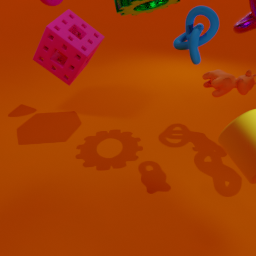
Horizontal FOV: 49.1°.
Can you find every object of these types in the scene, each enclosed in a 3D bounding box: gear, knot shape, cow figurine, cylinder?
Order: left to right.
[{"bbox_3d":[0.591,-3.499,7.575,1.891,0.350,1.891,-12,10,2],"label":"gear"},{"bbox_3d":[1.537,-2.028,6.441,0.577,1.168,1.249,10,-20,-19],"label":"knot shape"},{"bbox_3d":[2.885,-1.330,7.947,1.204,0.671,1.223,-20,37,-2],"label":"cow figurine"},{"bbox_3d":[1.893,0.270,4.119,0.803,0.803,0.803,-15,56,-25],"label":"cylinder"},{"bbox_3d":[3.274,-2.818,6.756,0.799,1.730,1.619,12,-17,-24],"label":"knot shape"}]

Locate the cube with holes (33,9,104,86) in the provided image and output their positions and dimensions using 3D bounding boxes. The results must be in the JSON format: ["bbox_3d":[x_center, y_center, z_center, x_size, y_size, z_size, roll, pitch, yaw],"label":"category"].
[{"bbox_3d":[-1.860,-2.525,8.843,1.380,1.380,1.380,36,45,-10],"label":"cube with holes"}]

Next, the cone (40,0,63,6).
[{"bbox_3d":[-2.740,-4.968,9.877,0.942,0.942,0.946,-7,48,-12],"label":"cone"}]
